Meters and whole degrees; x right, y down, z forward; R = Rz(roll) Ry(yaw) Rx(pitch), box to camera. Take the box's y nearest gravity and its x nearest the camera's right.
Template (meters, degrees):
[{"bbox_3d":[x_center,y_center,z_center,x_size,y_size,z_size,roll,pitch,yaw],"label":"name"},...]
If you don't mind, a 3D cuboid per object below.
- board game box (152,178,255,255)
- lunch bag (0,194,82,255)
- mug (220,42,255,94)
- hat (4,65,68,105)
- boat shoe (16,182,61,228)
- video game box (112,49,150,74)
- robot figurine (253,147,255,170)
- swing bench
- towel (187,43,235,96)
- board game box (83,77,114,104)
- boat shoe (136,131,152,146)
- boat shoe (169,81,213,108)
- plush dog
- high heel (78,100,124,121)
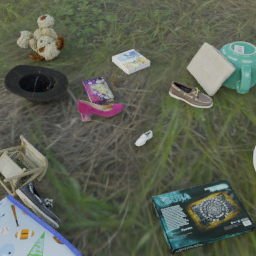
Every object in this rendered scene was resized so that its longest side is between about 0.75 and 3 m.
[{"bbox_3d":[2.062,2.402,7.887,2.409,0.339,1.629,-11,46,-10],"label":"board game box"},{"bbox_3d":[-2.474,3.258,6.063,2.813,1.742,2.391,20,47,30],"label":"lunch bag"},{"bbox_3d":[4.990,-2.758,12.277,1.965,1.479,2.392,-21,49,-20],"label":"mug"},{"bbox_3d":[-3.724,-1.590,11.477,2.462,0.993,2.462,9,46,-10],"label":"hat"},{"bbox_3d":[-2.454,2.126,7.952,1.818,0.660,0.570,27,53,31],"label":"boat shoe"},{"bbox_3d":[0.139,-3.242,13.602,1.291,0.332,1.417,-28,51,-22],"label":"video game box"},{"bbox_3d":[5.282,1.022,8.298,2.890,2.172,1.804,6,62,6],"label":"robot figurine"},{"bbox_3d":[-3.454,1.168,8.776,1.387,0.905,1.394,34,49,30],"label":"swing bench"},{"bbox_3d":[3.536,-2.580,12.165,0.397,1.528,2.305,12,38,-32],"label":"towel"},{"bbox_3d":[-1.287,-1.615,12.038,0.966,0.260,1.609,-18,48,-12],"label":"board game box"},{"bbox_3d":[0.566,0.343,10.010,0.281,0.275,0.794,33,53,29],"label":"boat shoe"},{"bbox_3d":[2.608,-1.397,11.561,1.888,0.562,0.678,26,50,24],"label":"boat shoe"},{"bbox_3d":[-4.108,-4.160,13.957,2.179,1.749,1.872,-34,64,6],"label":"plush dog"},{"bbox_3d":[-1.024,-0.860,10.774,1.766,0.847,0.595,-13,32,-11],"label":"high heel"}]
